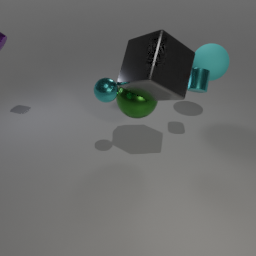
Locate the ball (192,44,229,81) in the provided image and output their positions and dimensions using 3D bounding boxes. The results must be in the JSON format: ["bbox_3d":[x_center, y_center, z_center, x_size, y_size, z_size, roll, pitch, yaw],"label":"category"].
[{"bbox_3d":[3.172,-2.532,10.814,1.400,1.400,1.400,0,31,0],"label":"ball"}]

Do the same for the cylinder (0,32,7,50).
[{"bbox_3d":[-4.685,-3.081,9.674,0.700,0.700,0.700,32,27,-16],"label":"cylinder"}]

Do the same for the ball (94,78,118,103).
[{"bbox_3d":[-0.619,-1.066,7.905,0.700,0.700,0.700,0,31,0],"label":"ball"}]

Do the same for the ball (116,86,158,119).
[{"bbox_3d":[0.304,-1.012,9.292,1.400,1.400,1.400,0,31,0],"label":"ball"}]

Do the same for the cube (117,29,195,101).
[{"bbox_3d":[0.774,-1.642,7.775,1.400,1.400,1.400,20,-9,-37],"label":"cube"}]

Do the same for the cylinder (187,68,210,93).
[{"bbox_3d":[2.326,-1.574,9.307,0.700,0.700,0.700,9,1,0],"label":"cylinder"}]
